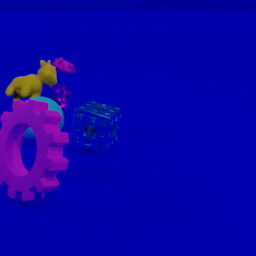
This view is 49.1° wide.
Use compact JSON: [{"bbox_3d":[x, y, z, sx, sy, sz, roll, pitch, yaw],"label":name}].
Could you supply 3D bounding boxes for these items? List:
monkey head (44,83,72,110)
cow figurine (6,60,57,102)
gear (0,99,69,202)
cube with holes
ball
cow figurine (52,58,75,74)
[{"bbox_3d":[-2.416,-1.053,9.055,0.902,1.077,1.497,0,48,42],"label":"monkey head"},{"bbox_3d":[-2.696,-1.328,7.988,1.318,0.723,1.297,7,65,25],"label":"cow figurine"},{"bbox_3d":[-1.844,0.395,5.170,1.812,1.812,0.335,18,7,34],"label":"gear"},{"bbox_3d":[-0.767,-0.060,7.045,0.920,0.920,0.920,16,21,13],"label":"cube with holes"},{"bbox_3d":[-2.297,-0.218,7.358,1.200,1.200,1.200,0,25,0],"label":"ball"},{"bbox_3d":[-2.662,-2.532,11.624,1.047,0.575,1.030,27,-2,3],"label":"cow figurine"}]
